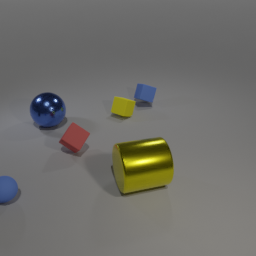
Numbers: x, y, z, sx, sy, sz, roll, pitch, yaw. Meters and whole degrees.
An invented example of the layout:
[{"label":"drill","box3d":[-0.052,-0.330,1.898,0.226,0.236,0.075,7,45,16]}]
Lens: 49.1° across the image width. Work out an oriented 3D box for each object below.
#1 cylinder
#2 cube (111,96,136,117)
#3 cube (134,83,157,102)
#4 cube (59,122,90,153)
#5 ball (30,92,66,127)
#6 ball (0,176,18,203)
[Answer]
[{"label":"cylinder","box3d":[0.384,1.031,7.949,1.400,1.400,1.400,-8,30,-15]},{"label":"cube","box3d":[-0.204,-0.917,12.058,0.700,0.700,0.700,19,10,31]},{"label":"cube","box3d":[0.794,-1.631,13.007,0.700,0.700,0.700,12,6,-25]},{"label":"cube","box3d":[-1.821,0.336,9.483,0.700,0.700,0.700,34,68,-12]},{"label":"ball","box3d":[-3.188,-0.723,11.174,1.400,1.400,1.400,0,29,0]},{"label":"ball","box3d":[-3.305,1.625,7.454,0.700,0.700,0.700,0,29,0]}]
